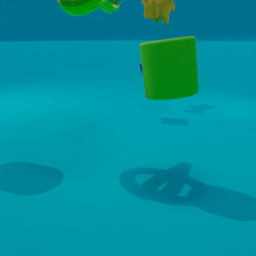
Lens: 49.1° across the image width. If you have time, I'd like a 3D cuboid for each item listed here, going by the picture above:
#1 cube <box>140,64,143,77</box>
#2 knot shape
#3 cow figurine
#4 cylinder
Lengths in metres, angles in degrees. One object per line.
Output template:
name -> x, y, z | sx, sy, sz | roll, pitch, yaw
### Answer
cube -> 0.850, -1.831, 9.179 | 0.720, 0.720, 0.720 | -13, 8, 13
knot shape -> -0.801, -2.644, 5.183 | 1.938, 0.895, 1.813 | -5, 38, -30
cow figurine -> 1.156, -4.538, 10.429 | 0.801, 1.460, 1.437 | 21, -14, 29
cylinder -> 0.703, -1.012, 4.753 | 0.927, 0.927, 0.927 | -7, 15, 2
